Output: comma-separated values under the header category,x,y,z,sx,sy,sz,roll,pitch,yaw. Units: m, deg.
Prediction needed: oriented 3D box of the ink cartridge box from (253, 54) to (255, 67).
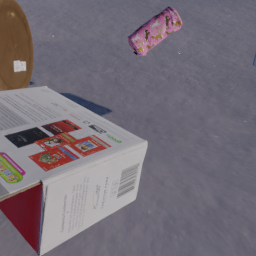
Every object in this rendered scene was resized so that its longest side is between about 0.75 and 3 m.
category,x,y,z,sx,sy,sz,roll,pitch,yaw
ink cartridge box,3.602,-1.695,6.211,1.389,1.004,0.585,11,5,-21

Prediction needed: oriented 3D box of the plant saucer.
category,x,y,z,sx,sy,sz,roll,pitch,yaw
plant saucer,-2.633,-1.721,6.090,0.371,2.517,2.517,2,39,3

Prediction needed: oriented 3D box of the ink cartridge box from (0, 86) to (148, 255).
category,x,y,z,sx,sy,sz,roll,pitch,yaw
ink cartridge box,-1.540,0.392,4.221,2.708,1.136,2.378,29,30,35

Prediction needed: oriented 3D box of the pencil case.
category,x,y,z,sx,sy,sz,roll,pitch,yaw
pencil case,0.793,-2.804,8.173,1.654,0.716,0.685,-38,46,1
